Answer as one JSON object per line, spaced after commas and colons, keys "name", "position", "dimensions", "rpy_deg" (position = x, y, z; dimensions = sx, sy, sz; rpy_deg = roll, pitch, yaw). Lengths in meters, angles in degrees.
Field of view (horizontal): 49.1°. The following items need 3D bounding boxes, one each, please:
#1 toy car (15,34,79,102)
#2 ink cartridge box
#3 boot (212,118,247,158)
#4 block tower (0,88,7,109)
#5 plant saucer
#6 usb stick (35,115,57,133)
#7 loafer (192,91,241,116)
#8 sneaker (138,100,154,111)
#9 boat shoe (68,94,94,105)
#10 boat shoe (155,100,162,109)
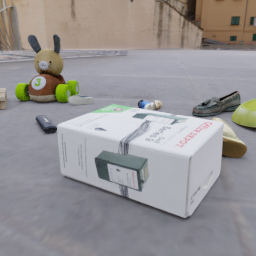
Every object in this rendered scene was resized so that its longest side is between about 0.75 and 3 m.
{"name": "toy car", "position": [-3.335, -2.490, 11.503], "dimensions": [2.126, 2.588, 2.042], "rpy_deg": [3, 19, 9]}
{"name": "ink cartridge box", "position": [0.289, 0.400, 5.378], "dimensions": [2.626, 1.104, 1.916], "rpy_deg": [11, 22, 30]}
{"name": "boot", "position": [1.970, 0.078, 6.644], "dimensions": [1.484, 0.540, 1.153], "rpy_deg": [19, 25, -4]}
{"name": "block tower", "position": [-4.960, -1.136, 10.819], "dimensions": [0.489, 0.524, 1.812], "rpy_deg": [-7, 18, -20]}
{"name": "plant saucer", "position": [4.631, -0.602, 8.573], "dimensions": [2.790, 0.434, 2.790], "rpy_deg": [-9, 15, 3]}
{"name": "usb stick", "position": [-2.441, -0.132, 8.307], "dimensions": [0.376, 0.221, 1.354], "rpy_deg": [-10, 21, -27]}
{"name": "loafer", "position": [3.095, -0.889, 9.795], "dimensions": [2.072, 0.652, 0.745], "rpy_deg": [-11, 21, -26]}
{"name": "sneaker", "position": [0.560, -0.752, 9.839], "dimensions": [0.547, 0.377, 0.983], "rpy_deg": [12, 18, 15]}
{"name": "boat shoe", "position": [-1.842, -1.124, 10.958], "dimensions": [1.003, 0.376, 0.310], "rpy_deg": [-5, 21, -18]}
{"name": "boat shoe", "position": [1.135, -0.893, 10.424], "dimensions": [0.266, 0.283, 0.768], "rpy_deg": [-3, 18, 7]}
